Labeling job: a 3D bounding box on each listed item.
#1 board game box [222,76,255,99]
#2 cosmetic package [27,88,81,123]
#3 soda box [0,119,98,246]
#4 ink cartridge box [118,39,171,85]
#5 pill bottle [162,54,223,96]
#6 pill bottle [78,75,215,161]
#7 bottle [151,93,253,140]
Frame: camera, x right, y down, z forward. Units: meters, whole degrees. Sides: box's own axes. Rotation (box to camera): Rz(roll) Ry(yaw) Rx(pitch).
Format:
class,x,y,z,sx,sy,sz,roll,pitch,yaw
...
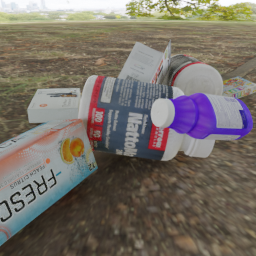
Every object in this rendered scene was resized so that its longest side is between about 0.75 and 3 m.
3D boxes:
class,x,y,z,sx,sy,sz,roll,pitch,yaw
board game box,3.350,-1.266,9.304,1.474,0.252,0.991,-18,32,-11
cosmetic package,-2.087,-0.704,8.218,1.334,0.457,1.769,-4,26,-7
soda box,-1.789,0.843,4.027,0.954,1.026,3.000,-3,20,36
ink cartridge box,0.477,-1.423,7.428,0.770,1.612,1.836,26,-5,11
pill bottle,1.776,-1.509,8.770,1.435,1.435,2.592,-3,24,-7
pill bottle,0.388,-0.149,5.692,2.559,1.530,1.530,8,25,1
bottle,1.191,-0.183,4.449,1.763,0.576,0.736,2,60,-31
